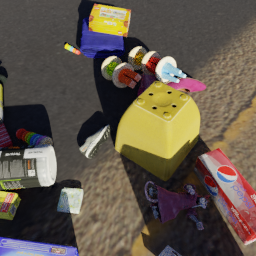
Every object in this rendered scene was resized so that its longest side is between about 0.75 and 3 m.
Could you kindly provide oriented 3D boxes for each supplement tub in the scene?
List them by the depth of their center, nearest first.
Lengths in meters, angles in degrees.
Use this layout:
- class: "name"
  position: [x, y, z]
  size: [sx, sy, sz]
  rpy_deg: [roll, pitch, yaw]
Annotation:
- class: "supplement tub"
  position: [-3.430, 1.224, 8.741]
  size: [2.161, 1.324, 1.324]
  rpy_deg: [-4, 50, -4]

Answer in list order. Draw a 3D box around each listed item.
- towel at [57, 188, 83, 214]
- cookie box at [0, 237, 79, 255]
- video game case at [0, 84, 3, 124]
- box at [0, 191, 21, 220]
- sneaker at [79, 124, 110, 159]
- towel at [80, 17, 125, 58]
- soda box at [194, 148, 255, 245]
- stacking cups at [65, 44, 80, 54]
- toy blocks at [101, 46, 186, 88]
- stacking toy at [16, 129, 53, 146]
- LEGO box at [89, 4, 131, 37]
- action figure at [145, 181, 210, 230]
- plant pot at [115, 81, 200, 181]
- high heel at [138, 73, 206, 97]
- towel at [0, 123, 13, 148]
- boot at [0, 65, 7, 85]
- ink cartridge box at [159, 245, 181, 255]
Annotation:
- class: "towel"
  position: [-1.771, 2.225, 8.641]
  size: [0.676, 0.190, 0.789]
  rpy_deg: [3, 51, 4]
- class: "cookie box"
  position: [-2.508, 4.108, 6.560]
  size: [2.203, 0.968, 2.576]
  rpy_deg: [6, 51, 5]
- class: "video game case"
  position: [-6.097, -0.691, 10.834]
  size: [2.417, 0.308, 2.184]
  rpy_deg: [-16, 50, -8]
- class: "box"
  position: [-4.295, 2.247, 8.433]
  size: [1.877, 0.470, 0.706]
  rpy_deg: [7, 51, 6]
- class: "sneaker"
  position: [-1.144, 0.376, 9.954]
  size: [0.602, 0.561, 1.517]
  rpy_deg: [23, 54, 24]
- class: "towel"
  position: [-1.278, -4.497, 13.971]
  size: [2.090, 0.701, 2.831]
  rpy_deg: [1, 50, -8]
- class: "soda box"
  position: [3.098, 1.948, 8.376]
  size: [0.858, 0.947, 2.705]
  rpy_deg: [-20, 53, -16]
- class: "stacking cups"
  position: [-2.682, -3.825, 13.649]
  size: [0.826, 0.250, 0.250]
  rpy_deg: [30, 56, 18]
- class: "toy blocks"
  position: [0.624, -2.255, 11.272]
  size: [2.436, 1.061, 2.923]
  rpy_deg: [-27, 38, -22]
- class: "stacking toy"
  position: [-3.401, 0.398, 9.984]
  size: [1.433, 0.612, 0.612]
  rpy_deg: [21, 53, 25]
- class: "LEGO box"
  position: [-0.878, -5.308, 13.758]
  size: [1.881, 0.726, 1.401]
  rpy_deg: [9, 49, -1]
- class: "action figure"
  position: [1.564, 2.243, 8.373]
  size: [1.853, 1.241, 1.379]
  rpy_deg: [-1, 5, -17]
- class: "plant pot"
  position: [1.047, -0.152, 9.236]
  size: [2.240, 2.306, 2.254]
  rpy_deg: [30, 56, 23]
- class: "high heel"
  position: [1.804, -1.381, 11.494]
  size: [2.887, 0.973, 1.388]
  rpy_deg: [4, 88, -8]
- class: "towel"
  position: [-5.073, 0.342, 10.199]
  size: [1.327, 0.206, 1.835]
  rpy_deg: [-27, 53, -18]
- class: "boot"
  position: [-5.869, -2.421, 12.317]
  size: [1.325, 0.490, 1.086]
  rpy_deg: [-3, 51, 4]
- class: "ink cartridge box"
  position: [1.105, 3.589, 7.475]
  size: [0.629, 0.186, 0.786]
  rpy_deg: [32, 30, 25]
